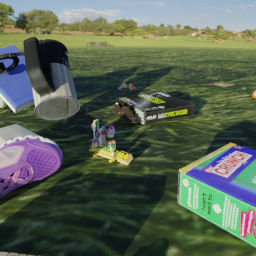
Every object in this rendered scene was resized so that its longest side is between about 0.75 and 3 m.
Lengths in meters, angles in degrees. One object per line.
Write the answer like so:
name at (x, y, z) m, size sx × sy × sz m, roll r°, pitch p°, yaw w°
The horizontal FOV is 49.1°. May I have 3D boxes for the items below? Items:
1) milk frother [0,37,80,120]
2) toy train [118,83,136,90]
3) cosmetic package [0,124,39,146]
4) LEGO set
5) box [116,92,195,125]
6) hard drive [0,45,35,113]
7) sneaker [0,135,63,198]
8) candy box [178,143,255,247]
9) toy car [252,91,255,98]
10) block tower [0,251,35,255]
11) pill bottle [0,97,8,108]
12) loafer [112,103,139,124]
milk frother at (-3.409, -1.612, 9.985) m, size 2.678 × 2.519 × 2.417 m, roll -26°, pitch -25°, yaw 21°
toy train at (-0.004, -2.321, 15.488) m, size 0.998 × 0.278 × 0.750 m, roll 6°, pitch 21°, yaw 14°
cosmetic package at (-2.934, 0.437, 7.438) m, size 0.817 × 0.690 × 1.530 m, roll -19°, pitch 30°, yaw -40°
LEGO set at (-0.585, 0.295, 7.642) m, size 0.937 × 0.758 × 2.036 m, roll -6°, pitch 21°, yaw -17°
box at (1.011, -0.852, 11.074) m, size 2.279 × 0.561 × 2.360 m, roll -13°, pitch 24°, yaw -24°
hard drive at (-4.471, -2.030, 11.022) m, size 2.843 × 0.361 × 1.876 m, roll 45°, pitch 52°, yaw 13°
sneaker at (-2.619, 1.016, 5.406) m, size 2.821 × 1.135 × 1.247 m, roll -13°, pitch 30°, yaw -21°
candy box at (2.362, 1.173, 5.085) m, size 1.900 × 0.866 × 2.247 m, roll -19°, pitch 26°, yaw -39°
toy car at (6.628, -1.932, 13.748) m, size 1.105 × 0.750 × 2.254 m, roll 5°, pitch 21°, yaw 13°
block tower at (-1.752, 1.929, 3.330) m, size 2.396 × 0.693 × 0.647 m, roll 4°, pitch 21°, yaw 7°
pill bottle at (-5.676, -1.637, 11.602) m, size 2.827 × 1.616 × 1.616 m, roll -1°, pitch 20°, yaw -16°
loafer at (-0.082, -0.533, 9.841) m, size 0.470 × 0.459 × 1.286 m, roll 0°, pitch 25°, yaw -45°
